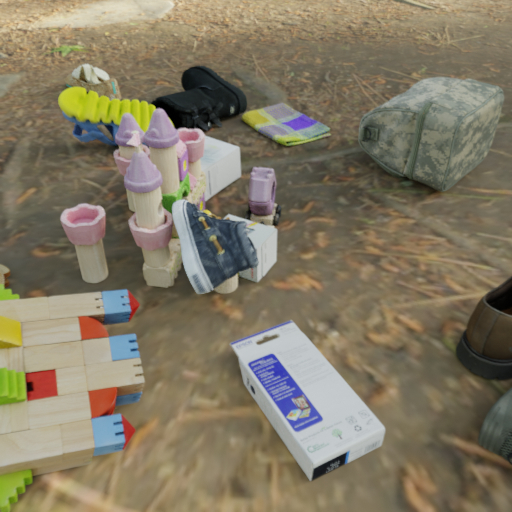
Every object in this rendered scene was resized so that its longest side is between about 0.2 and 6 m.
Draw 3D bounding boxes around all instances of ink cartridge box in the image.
[{"bbox_3d":[-0.204,-0.124,8.773,0.906,0.659,0.656,19,41,24],"label":"ink cartridge box"},{"bbox_3d":[0.530,1.622,6.668,0.976,0.385,1.962,-17,41,-22],"label":"ink cartridge box"}]

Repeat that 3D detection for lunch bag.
[{"bbox_3d":[3.456,-2.599,11.200,2.064,1.715,2.461,29,45,29],"label":"lunch bag"}]

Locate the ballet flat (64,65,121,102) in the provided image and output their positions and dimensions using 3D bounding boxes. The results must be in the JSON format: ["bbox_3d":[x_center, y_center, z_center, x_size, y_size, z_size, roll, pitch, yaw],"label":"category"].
[{"bbox_3d":[-4.309,-4.631,14.761,2.253,0.735,0.794,28,37,32],"label":"ballet flat"}]

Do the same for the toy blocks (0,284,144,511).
[{"bbox_3d":[-2.029,1.363,6.285,1.655,1.210,2.421,-4,57,-23],"label":"toy blocks"}]

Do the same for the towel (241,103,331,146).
[{"bbox_3d":[0.665,-3.104,13.156,1.396,0.221,1.944,-19,40,-25],"label":"towel"}]

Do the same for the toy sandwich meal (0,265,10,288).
[{"bbox_3d":[-4.204,0.525,8.156,1.224,0.419,1.224,1,43,-1],"label":"toy sandwich meal"}]

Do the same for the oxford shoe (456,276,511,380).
[{"bbox_3d":[4.010,0.576,7.376,2.942,1.242,1.069,-20,39,-27],"label":"oxford shoe"}]

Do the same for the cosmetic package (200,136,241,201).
[{"bbox_3d":[-1.095,-1.752,10.906,1.149,0.709,1.153,23,43,28],"label":"cosmetic package"}]

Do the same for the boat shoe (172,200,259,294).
[{"bbox_3d":[-0.563,-0.270,7.725,0.924,0.720,2.035,-22,36,-1],"label":"boat shoe"}]

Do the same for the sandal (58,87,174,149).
[{"bbox_3d":[-2.984,-2.807,12.127,2.492,1.085,0.991,15,54,-12],"label":"sandal"}]

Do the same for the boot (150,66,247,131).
[{"bbox_3d":[-1.627,-3.777,13.533,1.984,0.896,2.421,-28,49,-33],"label":"boot"}]

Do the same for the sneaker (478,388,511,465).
[{"bbox_3d":[3.668,1.686,6.188,2.350,0.898,1.346,-30,48,-30],"label":"sneaker"}]

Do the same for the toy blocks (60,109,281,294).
[{"bbox_3d":[-1.183,-1.189,8.686,2.938,2.473,2.746,6,37,8],"label":"toy blocks"}]
